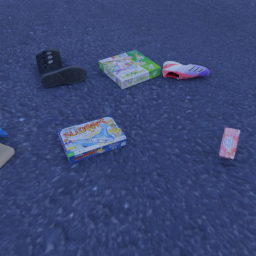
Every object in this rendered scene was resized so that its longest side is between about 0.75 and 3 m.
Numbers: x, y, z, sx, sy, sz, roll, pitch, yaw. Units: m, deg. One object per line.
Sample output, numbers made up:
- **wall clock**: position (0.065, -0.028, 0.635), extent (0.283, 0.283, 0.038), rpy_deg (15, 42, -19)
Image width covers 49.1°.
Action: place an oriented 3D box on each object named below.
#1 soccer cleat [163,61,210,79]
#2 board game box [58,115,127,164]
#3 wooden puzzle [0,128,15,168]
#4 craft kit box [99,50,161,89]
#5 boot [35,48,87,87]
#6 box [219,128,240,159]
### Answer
- **soccer cleat**: position (2.956, -2.808, 14.255), extent (2.393, 0.816, 0.876), rpy_deg (8, 65, 5)
- **board game box**: position (-1.396, 0.382, 10.889), extent (2.293, 0.395, 1.552), rpy_deg (-18, 45, -19)
- **wooden puzzle**: position (-5.365, 1.114, 10.182), extent (1.937, 0.336, 2.871), rpy_deg (26, 48, 20)
- **craft kit box**: position (0.071, -3.146, 14.701), extent (2.400, 0.582, 2.370), rpy_deg (-24, 50, -24)
- **boot**: position (-3.544, -3.290, 14.658), extent (2.318, 0.923, 2.812), rpy_deg (-11, 39, -14)
- **box**: position (3.595, 0.533, 9.946), extent (0.492, 1.040, 0.533), rpy_deg (13, 3, 15)
